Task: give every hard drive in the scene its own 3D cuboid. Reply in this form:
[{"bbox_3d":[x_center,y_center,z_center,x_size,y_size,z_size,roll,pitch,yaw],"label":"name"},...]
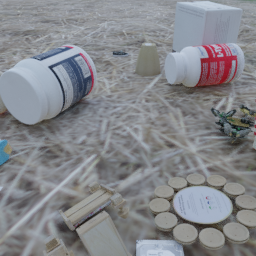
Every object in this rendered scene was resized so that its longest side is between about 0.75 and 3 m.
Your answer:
[{"bbox_3d":[0.550,2.439,4.649,0.853,0.231,1.220,1,30,2],"label":"hard drive"}]

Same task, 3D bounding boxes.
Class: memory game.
[{"bbox_3d":[1.544,1.612,5.794,2.249,0.143,2.249,-5,24,2],"label":"memory game"}]

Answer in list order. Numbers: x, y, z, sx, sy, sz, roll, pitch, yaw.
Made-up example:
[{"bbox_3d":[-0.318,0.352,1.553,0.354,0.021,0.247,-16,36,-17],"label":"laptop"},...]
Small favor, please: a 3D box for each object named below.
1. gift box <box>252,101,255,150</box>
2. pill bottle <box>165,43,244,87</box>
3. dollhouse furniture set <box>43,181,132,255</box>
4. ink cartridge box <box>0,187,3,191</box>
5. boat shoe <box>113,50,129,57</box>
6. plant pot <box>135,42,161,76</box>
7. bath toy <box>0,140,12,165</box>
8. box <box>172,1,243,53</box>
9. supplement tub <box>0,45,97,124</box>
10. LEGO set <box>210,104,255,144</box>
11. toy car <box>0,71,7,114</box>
[{"bbox_3d":[4.625,-0.208,6.950,2.310,2.474,2.283,-16,30,-22],"label":"gift box"},{"bbox_3d":[3.088,-2.569,11.557,2.918,1.638,1.638,-9,32,-14],"label":"pill bottle"},{"bbox_3d":[-0.810,1.991,5.399,1.653,0.946,1.938,-29,11,-22],"label":"dollhouse furniture set"},{"bbox_3d":[-3.367,1.638,5.957,0.968,0.243,1.115,6,31,8],"label":"ink cartridge box"},{"bbox_3d":[-0.393,-4.098,15.343,0.889,0.303,0.328,1,31,1],"label":"boat shoe"},{"bbox_3d":[0.930,-3.228,12.950,1.222,1.304,1.222,-1,31,0],"label":"plant pot"},{"bbox_3d":[-4.032,0.452,7.501,1.822,0.673,0.792,11,33,18],"label":"bath toy"},{"bbox_3d":[3.608,-4.405,13.409,1.839,2.814,2.799,-10,33,-16],"label":"box"},{"bbox_3d":[-2.576,-1.520,9.450,1.999,1.999,2.848,16,35,25],"label":"supplement tub"},{"bbox_3d":[3.428,-0.081,8.614,2.478,0.702,1.609,-5,31,-33],"label":"LEGO set"},{"bbox_3d":[-4.698,-1.181,9.949,1.533,1.471,1.663,-1,-1,-26],"label":"toy car"}]
